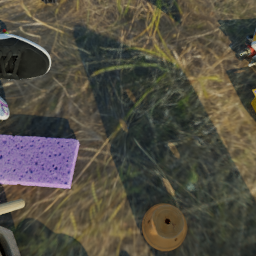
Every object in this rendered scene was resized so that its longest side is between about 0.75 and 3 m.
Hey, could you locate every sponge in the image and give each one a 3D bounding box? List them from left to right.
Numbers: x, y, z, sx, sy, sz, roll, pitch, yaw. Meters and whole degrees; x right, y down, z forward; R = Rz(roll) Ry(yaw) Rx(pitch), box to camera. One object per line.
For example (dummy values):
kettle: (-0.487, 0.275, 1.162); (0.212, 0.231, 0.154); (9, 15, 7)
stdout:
sponge: (-2.550, 0.863, 7.404); (2.341, 0.349, 1.306); (4, 61, 2)

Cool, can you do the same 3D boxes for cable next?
cable: (4.990, -2.759, 9.342); (2.741, 0.690, 1.331); (-20, 52, -18)

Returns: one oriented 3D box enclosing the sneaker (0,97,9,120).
sneaker: (-4.261, -0.702, 8.124); (2.081, 0.779, 1.036); (34, 77, 24)

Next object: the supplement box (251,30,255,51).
supplement box: (3.714, -1.728, 5.521); (2.710, 0.996, 1.708); (26, 77, -34)

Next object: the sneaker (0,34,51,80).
sneaker: (-2.559, -1.059, 4.785); (2.503, 0.914, 1.400); (7, 35, -26)

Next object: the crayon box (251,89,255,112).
crayon box: (4.270, -0.502, 8.124); (0.936, 0.384, 1.489); (-12, 63, -6)

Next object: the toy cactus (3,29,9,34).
toy cactus: (-4.365, -2.771, 9.327); (0.989, 0.613, 1.198); (43, 61, 10)

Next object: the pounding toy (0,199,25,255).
pounding toy: (-2.888, 2.476, 5.013); (2.606, 2.967, 1.357); (-26, 65, -14)

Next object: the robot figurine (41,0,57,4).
robot figurine: (-3.014, -5.289, 10.436); (0.892, 1.074, 1.429); (-36, 57, 32)

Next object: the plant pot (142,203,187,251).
plant pot: (0.867, 2.209, 6.438); (1.069, 0.748, 1.069); (0, 60, 0)
